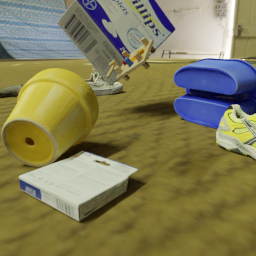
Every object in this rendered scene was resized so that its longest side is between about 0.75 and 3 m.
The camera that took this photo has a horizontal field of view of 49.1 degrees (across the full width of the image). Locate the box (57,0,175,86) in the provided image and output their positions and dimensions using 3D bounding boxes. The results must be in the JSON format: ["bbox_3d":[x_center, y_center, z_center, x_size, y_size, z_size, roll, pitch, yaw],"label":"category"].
[{"bbox_3d":[-0.281,-3.436,9.454,1.533,2.687,2.922,-22,24,53],"label":"box"}]

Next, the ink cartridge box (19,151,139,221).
[{"bbox_3d":[-0.804,0.891,4.814,1.483,0.302,1.486,13,21,36],"label":"ink cartridge box"}]

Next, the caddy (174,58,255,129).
[{"bbox_3d":[2.704,-1.112,8.619,1.452,1.956,2.766,-19,25,-36],"label":"caddy"}]

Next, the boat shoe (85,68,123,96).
[{"bbox_3d":[-1.535,-2.247,13.498,2.881,1.228,1.064,-9,19,-26],"label":"boat shoe"}]

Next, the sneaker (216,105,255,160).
[{"bbox_3d":[3.012,0.191,5.912,0.997,1.010,2.643,-11,21,-37],"label":"sneaker"}]

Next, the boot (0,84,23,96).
[{"bbox_3d":[-5.504,-1.629,12.890,1.622,0.549,1.060,6,22,43],"label":"boot"}]

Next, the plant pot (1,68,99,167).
[{"bbox_3d":[-1.721,-0.140,6.015,1.807,1.807,1.700,4,33,12],"label":"plant pot"}]

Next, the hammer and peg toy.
[{"bbox_3d":[0.026,-1.142,5.006,0.959,0.338,0.706,-25,33,40],"label":"hammer and peg toy"}]
